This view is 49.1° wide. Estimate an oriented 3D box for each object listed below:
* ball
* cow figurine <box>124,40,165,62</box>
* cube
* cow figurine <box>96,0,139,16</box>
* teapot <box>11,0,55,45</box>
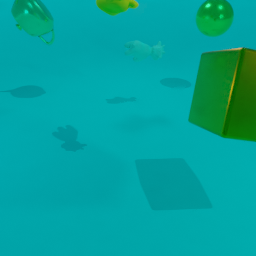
[{"bbox_3d":[2.819,-3.597,9.135,1.199,1.199,1.199,0,28,0],"label":"ball"},{"bbox_3d":[0.512,-2.252,8.099,0.980,0.547,0.996,-8,-13,34],"label":"cow figurine"},{"bbox_3d":[1.667,-0.453,3.983,1.108,1.108,1.108,7,10,-13],"label":"cube"},{"bbox_3d":[-0.192,-2.349,4.286,0.627,1.143,1.124,9,22,-49],"label":"cow figurine"},{"bbox_3d":[-2.865,-3.256,8.096,0.993,2.028,1.261,-34,35,11],"label":"teapot"}]
